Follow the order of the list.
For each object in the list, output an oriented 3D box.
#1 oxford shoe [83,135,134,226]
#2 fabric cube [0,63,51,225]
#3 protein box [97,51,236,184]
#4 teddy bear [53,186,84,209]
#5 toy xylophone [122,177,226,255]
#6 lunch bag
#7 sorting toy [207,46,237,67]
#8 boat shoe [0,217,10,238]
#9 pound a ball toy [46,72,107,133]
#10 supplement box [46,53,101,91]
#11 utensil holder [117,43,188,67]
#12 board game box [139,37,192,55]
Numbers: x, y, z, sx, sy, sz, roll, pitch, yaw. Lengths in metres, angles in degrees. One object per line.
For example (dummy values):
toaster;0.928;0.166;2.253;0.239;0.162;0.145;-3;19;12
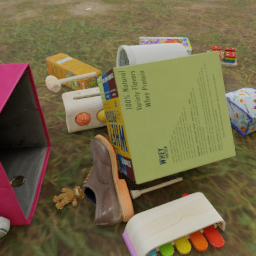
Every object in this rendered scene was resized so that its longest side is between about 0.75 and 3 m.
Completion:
oxford shoe;-0.730;1.222;7.298;1.031;1.008;2.828;-14;40;-11
fabric cube;-3.838;0.401;6.753;2.967;2.977;2.920;-3;38;-1
protein box;0.935;-0.331;7.445;2.751;2.731;1.856;-13;5;-16
teddy bear;-1.515;1.763;7.172;0.788;0.263;0.572;-9;41;-11
toy xylophone;1.022;2.068;6.488;2.405;0.604;1.761;-9;39;-11
lunch bag;4.083;-0.707;9.739;1.449;1.055;1.704;-19;48;-20
sorting toy;4.669;-3.624;13.935;1.437;0.503;1.446;9;39;12
boat shoe;-3.782;2.483;5.892;2.558;0.921;0.794;-12;53;-1
pound a ball toy;-1.111;-0.876;9.282;2.844;1.855;1.208;-11;39;-15
supplement box;-2.312;-2.307;11.908;2.735;0.910;0.941;28;46;32
utensil holder;0.948;-2.284;11.048;2.378;2.021;2.021;-8;38;-16
board game box;1.882;-4.126;14.522;2.598;0.582;1.747;1;38;1
